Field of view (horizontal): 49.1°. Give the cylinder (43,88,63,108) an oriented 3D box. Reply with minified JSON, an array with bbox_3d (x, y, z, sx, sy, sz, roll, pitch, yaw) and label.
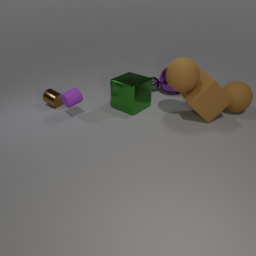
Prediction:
[{"bbox_3d":[-3.527,-1.415,13.225,0.700,0.700,0.700,29,39,18],"label":"cylinder"}]

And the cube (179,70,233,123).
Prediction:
[{"bbox_3d":[3.325,-1.376,12.054,1.400,1.400,1.400,37,19,-26],"label":"cube"}]

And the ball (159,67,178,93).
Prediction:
[{"bbox_3d":[2.327,-2.512,14.511,1.400,1.400,1.400,0,31,0],"label":"ball"}]

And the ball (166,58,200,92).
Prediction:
[{"bbox_3d":[2.262,-2.194,11.578,1.400,1.400,1.400,0,31,0],"label":"ball"}]

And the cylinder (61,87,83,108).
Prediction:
[{"bbox_3d":[-2.418,-1.317,12.102,0.700,0.700,0.700,-34,43,-25],"label":"cylinder"}]

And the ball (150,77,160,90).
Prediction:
[{"bbox_3d":[1.342,-2.370,14.888,0.700,0.700,0.700,0,31,0],"label":"ball"}]

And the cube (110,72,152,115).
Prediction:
[{"bbox_3d":[0.148,-1.641,13.036,1.400,1.400,1.400,23,37,33],"label":"cube"}]

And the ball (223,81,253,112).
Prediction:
[{"bbox_3d":[4.885,-1.412,12.664,1.400,1.400,1.400,0,31,0],"label":"ball"}]
